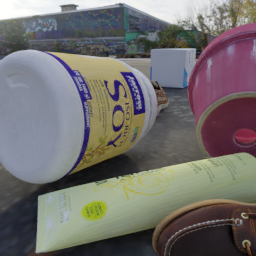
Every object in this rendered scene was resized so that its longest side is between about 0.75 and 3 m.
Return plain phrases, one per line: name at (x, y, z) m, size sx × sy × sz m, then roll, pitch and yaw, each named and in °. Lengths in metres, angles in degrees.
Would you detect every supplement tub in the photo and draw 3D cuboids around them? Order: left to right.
supplement tub at (-0.830, -0.308, 5.124) m, size 2.009 × 2.009 × 2.764 m, roll 11°, pitch 15°, yaw 31°

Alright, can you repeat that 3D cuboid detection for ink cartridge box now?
ink cartridge box at (2.605, -3.464, 15.874) m, size 1.955 × 1.990 × 2.703 m, roll 7°, pitch 17°, yaw 23°

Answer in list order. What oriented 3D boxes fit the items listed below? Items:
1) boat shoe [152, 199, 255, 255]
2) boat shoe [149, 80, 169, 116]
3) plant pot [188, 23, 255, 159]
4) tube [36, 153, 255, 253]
boat shoe at (1.265, 1.128, 2.841) m, size 1.972 × 0.694 × 0.693 m, roll -4°, pitch 14°, yaw -14°
boat shoe at (0.874, -1.197, 9.959) m, size 1.112 × 1.054 × 2.937 m, roll 3°, pitch 17°, yaw 11°
plant pot at (2.343, -0.439, 5.391) m, size 2.606 × 2.606 × 2.333 m, roll 6°, pitch 34°, yaw 20°
tube at (0.344, 0.901, 3.661) m, size 2.971 × 0.771 × 0.862 m, roll -8°, pitch -23°, yaw -13°
